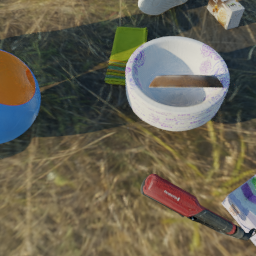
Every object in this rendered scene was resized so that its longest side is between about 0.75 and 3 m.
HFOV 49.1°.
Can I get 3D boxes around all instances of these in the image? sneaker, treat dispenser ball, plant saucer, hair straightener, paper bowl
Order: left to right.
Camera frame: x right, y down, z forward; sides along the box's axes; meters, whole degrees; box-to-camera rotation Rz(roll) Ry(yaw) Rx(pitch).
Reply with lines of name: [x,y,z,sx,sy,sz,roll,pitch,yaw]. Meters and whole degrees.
treat dispenser ball: [-3.348,-0.754,6.799,2.336,2.336,2.336,0,58,0]
sneaker: [1.068,-5.046,10.403,2.348,0.864,1.385,-26,66,-27]
paper bowl: [1.245,-1.105,7.603,2.639,1.372,2.639,0,59,-1]
plant saucer: [1.333,-1.065,6.478,1.702,1.702,0.293,2,98,1]
hair straightener: [1.385,1.623,5.634,2.461,0.947,0.504,23,75,-1]

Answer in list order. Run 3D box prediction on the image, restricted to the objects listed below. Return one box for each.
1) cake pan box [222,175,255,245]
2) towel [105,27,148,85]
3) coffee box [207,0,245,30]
cake pan box: [3.670,1.944,6.147,2.158,0.613,2.344,-29,62,-14]
towel: [-0.005,-2.430,9.136,1.121,0.235,2.605,6,58,3]
coffee box: [3.454,-4.263,9.980,0.534,0.766,1.339,-19,60,-11]
